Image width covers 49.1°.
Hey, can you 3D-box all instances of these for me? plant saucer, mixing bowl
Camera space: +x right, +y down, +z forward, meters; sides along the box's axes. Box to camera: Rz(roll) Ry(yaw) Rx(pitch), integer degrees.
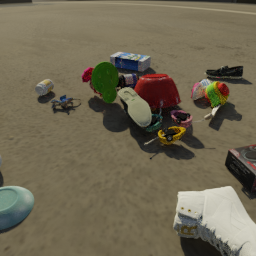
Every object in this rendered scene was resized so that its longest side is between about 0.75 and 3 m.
[{"bbox_3d":[-3.261,1.962,7.304,1.529,0.294,1.529,-1,31,0],"label":"plant saucer"},{"bbox_3d":[1.185,-1.667,11.960,2.174,1.177,2.174,-3,19,1],"label":"mixing bowl"}]

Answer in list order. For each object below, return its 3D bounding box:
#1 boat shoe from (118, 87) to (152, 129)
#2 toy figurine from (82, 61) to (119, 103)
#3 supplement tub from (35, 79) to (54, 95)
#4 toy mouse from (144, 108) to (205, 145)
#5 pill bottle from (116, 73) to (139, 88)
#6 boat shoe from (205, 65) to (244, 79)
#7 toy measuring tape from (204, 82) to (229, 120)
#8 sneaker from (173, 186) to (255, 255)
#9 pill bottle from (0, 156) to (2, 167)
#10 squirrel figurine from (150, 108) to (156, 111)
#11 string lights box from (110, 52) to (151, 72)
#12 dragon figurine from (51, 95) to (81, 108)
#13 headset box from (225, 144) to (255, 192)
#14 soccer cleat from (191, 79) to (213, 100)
[{"bbox_3d":[0.311,-0.681,10.799,0.829,0.781,2.310,-21,44,-10],"label":"boat shoe"},{"bbox_3d":[-1.418,-2.149,12.985,1.405,1.871,1.722,-29,28,-29],"label":"toy figurine"},{"bbox_3d":[-4.028,-1.952,13.501,0.591,0.591,0.813,10,32,16],"label":"supplement tub"},{"bbox_3d":[1.493,-0.157,10.478,2.450,0.474,2.178,-16,34,-6],"label":"toy mouse"},{"bbox_3d":[-0.068,-2.358,14.104,1.197,0.669,0.669,-10,33,-15],"label":"pill bottle"},{"bbox_3d":[5.275,-3.136,15.402,2.050,0.693,0.736,1,32,5],"label":"boat shoe"},{"bbox_3d":[3.653,-1.312,12.013,1.041,1.041,2.830,17,36,27],"label":"toy measuring tape"},{"bbox_3d":[1.852,2.366,6.015,1.686,1.075,2.917,-3,22,-2],"label":"sneaker"},{"bbox_3d":[-4.524,0.760,8.790,0.802,0.802,1.405,-19,35,-28],"label":"pill bottle"},{"bbox_3d":[1.012,-1.306,11.848,1.082,1.160,0.821,-14,14,-16],"label":"squirrel figurine"},{"bbox_3d":[0.135,-4.004,16.839,2.199,0.648,1.130,15,34,23],"label":"string lights box"},{"bbox_3d":[-2.784,-1.206,12.444,0.684,0.405,1.376,22,39,31],"label":"dragon figurine"},{"bbox_3d":[3.878,1.121,8.325,1.734,0.670,1.291,-8,32,-16],"label":"headset box"},{"bbox_3d":[3.596,-1.843,13.236,0.839,0.679,1.944,16,34,25],"label":"soccer cleat"}]
